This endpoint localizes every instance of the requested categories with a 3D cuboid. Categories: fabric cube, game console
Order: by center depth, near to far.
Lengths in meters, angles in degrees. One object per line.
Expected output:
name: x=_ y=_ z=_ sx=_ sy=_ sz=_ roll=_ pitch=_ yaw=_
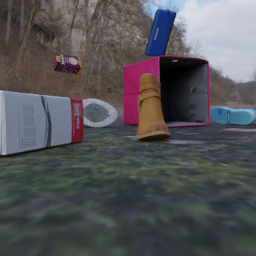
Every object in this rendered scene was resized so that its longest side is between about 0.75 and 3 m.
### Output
game console: x=1.120 y=-3.697 z=10.768 sx=1.443 sy=1.691 sz=1.000 roll=-9 pitch=34 yaw=-40
fabric cube: x=1.604 y=-1.483 z=12.239 sx=2.725 sy=2.778 sz=2.769 roll=-3 pitch=4 yaw=-30

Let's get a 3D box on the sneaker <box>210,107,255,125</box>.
sneaker: x=5.252 y=-0.592 z=13.748 sx=1.413 sy=0.861 sz=2.165 roll=-6 pitch=16 yaw=-45

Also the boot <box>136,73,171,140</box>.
boot: x=0.568 y=-0.504 z=6.379 sx=0.737 sy=1.493 sz=1.923 roll=0 pitch=3 yaw=5

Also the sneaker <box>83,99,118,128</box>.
sneaker: x=-1.853 y=-0.564 z=11.293 sx=2.871 sy=1.119 sz=1.427 roll=1 pitch=0 yaw=-1

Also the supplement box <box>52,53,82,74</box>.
supplement box: x=-2.326 y=-2.448 z=10.696 sx=0.997 sy=0.550 sz=0.427 roll=2 pitch=-28 yaw=-32

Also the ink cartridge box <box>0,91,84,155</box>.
ink cartridge box: x=-2.006 y=-0.137 z=4.952 sx=1.617 sy=0.913 sz=2.203 roll=2 pitch=3 yaw=19
